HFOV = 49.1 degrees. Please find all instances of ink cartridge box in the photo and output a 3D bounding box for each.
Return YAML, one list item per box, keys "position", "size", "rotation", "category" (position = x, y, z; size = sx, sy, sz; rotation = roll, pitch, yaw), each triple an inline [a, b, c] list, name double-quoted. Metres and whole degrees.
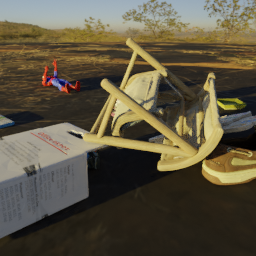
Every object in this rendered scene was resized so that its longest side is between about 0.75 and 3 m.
- position: [-1.800, 0.793, 4.782]
  size: [2.794, 0.932, 1.618]
  rotation: [-17, 27, -41]
  category: "ink cartridge box"

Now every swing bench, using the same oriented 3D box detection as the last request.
- position: [0.556, -0.427, 5.380]
  size: [2.091, 1.357, 2.080]
  rotation: [22, 36, -2]
  category: "swing bench"

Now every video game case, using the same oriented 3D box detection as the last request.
- position: [-4.178, -0.186, 8.616]
  size: [1.215, 0.108, 0.870]
  rotation: [19, 29, 41]
  category: "video game case"

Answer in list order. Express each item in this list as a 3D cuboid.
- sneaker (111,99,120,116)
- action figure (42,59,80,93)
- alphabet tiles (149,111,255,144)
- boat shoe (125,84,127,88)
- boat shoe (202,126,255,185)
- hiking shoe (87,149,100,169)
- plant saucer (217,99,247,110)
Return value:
- position: [-0.005, -0.900, 8.851]
  size: [1.497, 0.602, 0.662]
  rotation: [-20, 35, 38]
  category: "sneaker"
- position: [-3.324, -2.496, 13.150]
  size: [0.882, 1.338, 2.704]
  rotation: [-18, 25, -40]
  category: "action figure"
- position: [1.857, -0.024, 6.696]
  size: [2.593, 0.189, 2.536]
  rotation: [-16, 4, -43]
  category: "alphabet tiles"
- position: [0.447, -1.869, 12.563]
  size: [1.377, 0.457, 0.510]
  rotation: [16, 26, 37]
  category: "boat shoe"
- position: [2.800, 0.449, 5.680]
  size: [2.656, 0.983, 0.981]
  rotation: [-8, 22, -20]
  category: "boat shoe"
- position: [-0.868, 0.559, 6.253]
  size: [0.441, 0.378, 1.017]
  rotation: [-2, 21, -8]
  category: "hiking shoe"
- position: [3.748, -0.865, 10.266]
  size: [0.862, 0.207, 0.864]
  rotation: [-1, 20, -4]
  category: "plant saucer"
